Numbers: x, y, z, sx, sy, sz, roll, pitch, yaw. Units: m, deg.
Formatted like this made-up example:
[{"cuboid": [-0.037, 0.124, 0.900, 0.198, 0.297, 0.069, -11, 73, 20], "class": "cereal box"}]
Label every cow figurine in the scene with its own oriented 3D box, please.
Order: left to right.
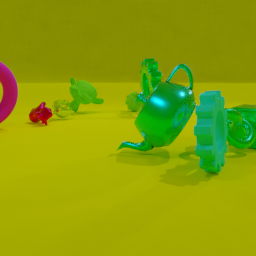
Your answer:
[{"cuboid": [-2.725, -0.387, 8.642, 0.983, 0.539, 0.967, -25, 29, 23], "class": "cow figurine"}]

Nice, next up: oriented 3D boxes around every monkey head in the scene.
[{"cuboid": [-2.324, -0.617, 9.627, 1.037, 0.625, 0.746, -1, -13, -46], "class": "monkey head"}, {"cuboid": [-1.875, -1.293, 11.376, 1.683, 1.211, 1.014, 36, 32, 1], "class": "monkey head"}]

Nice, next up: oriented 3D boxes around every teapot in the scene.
[{"cuboid": [0.213, -1.128, 11.883, 0.662, 0.841, 1.353, -9, -21, -16], "class": "teapot"}, {"cuboid": [0.550, -0.255, 5.132, 0.988, 2.017, 1.254, 33, 7, 2], "class": "teapot"}]

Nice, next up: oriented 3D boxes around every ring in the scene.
[{"cuboid": [-3.716, -0.851, 7.101, 0.385, 1.926, 1.926, 24, 22, 35], "class": "ring"}]

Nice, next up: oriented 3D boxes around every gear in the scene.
[{"cuboid": [0.871, -1.564, 10.668, 0.385, 2.084, 2.084, -8, 11, -8], "class": "gear"}, {"cuboid": [1.273, 0.050, 4.205, 0.221, 1.194, 1.194, 0, 9, 30], "class": "gear"}]

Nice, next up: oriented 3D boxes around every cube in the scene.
[{"cuboid": [2.684, -0.047, 5.907, 0.807, 0.807, 0.807, 9, 14, 40], "class": "cube"}]

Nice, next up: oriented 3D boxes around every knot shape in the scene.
[{"cuboid": [1.891, -0.063, 5.268, 1.101, 0.544, 1.176, 37, 12, 8], "class": "knot shape"}]
